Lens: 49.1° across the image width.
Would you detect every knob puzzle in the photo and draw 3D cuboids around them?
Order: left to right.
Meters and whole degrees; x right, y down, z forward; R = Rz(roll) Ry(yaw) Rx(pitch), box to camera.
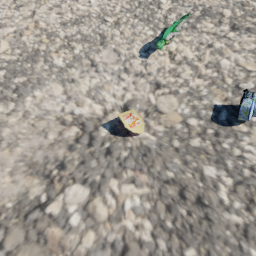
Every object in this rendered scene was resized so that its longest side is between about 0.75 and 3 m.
[{"bbox_3d":[0.159,-0.138,8.749,0.949,0.132,0.949,20,48,-23],"label":"knob puzzle"}]

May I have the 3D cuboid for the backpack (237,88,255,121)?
[{"bbox_3d":[3.813,-0.653,8.793,0.624,0.777,0.849,16,56,27],"label":"backpack"}]

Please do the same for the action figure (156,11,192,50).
[{"bbox_3d":[1.655,-3.614,10.778,0.547,1.181,1.999,45,62,-8],"label":"action figure"}]
